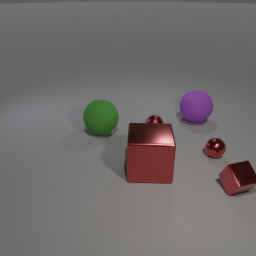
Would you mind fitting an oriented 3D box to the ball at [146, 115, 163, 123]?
[{"bbox_3d":[1.076,-0.180,11.364,0.700,0.700,0.700,0,28,0],"label":"ball"}]

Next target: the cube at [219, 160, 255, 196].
[{"bbox_3d":[3.177,1.442,8.054,0.700,0.700,0.700,-8,58,-15],"label":"cube"}]

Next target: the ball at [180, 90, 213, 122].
[{"bbox_3d":[2.934,-0.938,12.040,1.400,1.400,1.400,0,28,0],"label":"ball"}]

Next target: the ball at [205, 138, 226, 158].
[{"bbox_3d":[3.047,0.687,9.748,0.700,0.700,0.700,0,28,0],"label":"ball"}]

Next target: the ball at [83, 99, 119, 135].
[{"bbox_3d":[-1.069,-0.431,11.095,1.400,1.400,1.400,0,28,0],"label":"ball"}]

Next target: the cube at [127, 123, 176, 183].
[{"bbox_3d":[0.697,0.758,8.842,1.400,1.400,1.400,1,27,2],"label":"cube"}]
